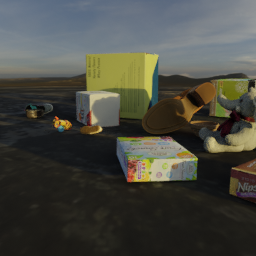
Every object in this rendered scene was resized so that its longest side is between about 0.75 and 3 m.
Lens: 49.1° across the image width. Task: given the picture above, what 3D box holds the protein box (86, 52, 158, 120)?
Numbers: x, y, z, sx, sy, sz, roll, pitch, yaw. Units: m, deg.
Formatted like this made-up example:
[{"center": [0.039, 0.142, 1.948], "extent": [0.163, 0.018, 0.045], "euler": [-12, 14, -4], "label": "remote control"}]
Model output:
[{"center": [-0.228, -1.976, 12.935], "extent": [2.830, 2.809, 1.909], "euler": [5, 12, 22], "label": "protein box"}]

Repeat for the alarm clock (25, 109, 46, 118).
[{"center": [-4.261, -0.664, 12.610], "extent": [1.126, 0.375, 0.759], "euler": [12, 17, 41], "label": "alarm clock"}]

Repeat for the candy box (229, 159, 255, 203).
[{"center": [2.591, 0.814, 4.631], "extent": [1.739, 0.491, 1.015], "euler": [-7, 12, -39], "label": "candy box"}]

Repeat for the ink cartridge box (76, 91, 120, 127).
[{"center": [-1.208, -0.783, 10.937], "extent": [1.220, 1.226, 1.687], "euler": [-5, 12, -26], "label": "ink cartridge box"}]

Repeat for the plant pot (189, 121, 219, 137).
[{"center": [2.378, 0.047, 8.799], "extent": [0.906, 0.418, 0.906], "euler": [-1, 11, 0], "label": "plant pot"}]

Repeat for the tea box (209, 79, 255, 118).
[{"center": [5.332, -1.401, 12.880], "extent": [2.493, 1.693, 2.534], "euler": [6, 13, 33], "label": "tea box"}]

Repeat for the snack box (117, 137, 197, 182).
[{"center": [0.495, 0.580, 5.835], "extent": [1.295, 0.482, 1.821], "euler": [-1, 11, -8], "label": "snack box"}]

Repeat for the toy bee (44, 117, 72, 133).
[{"center": [-2.287, -0.127, 9.362], "extent": [0.619, 0.514, 0.946], "euler": [23, 27, 20], "label": "toy bee"}]

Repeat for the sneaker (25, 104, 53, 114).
[{"center": [-4.317, -0.905, 13.310], "extent": [1.322, 0.553, 0.798], "euler": [-7, 6, 4], "label": "sneaker"}]

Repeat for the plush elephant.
[{"center": [2.887, -0.248, 7.236], "extent": [2.037, 1.577, 1.678], "euler": [3, 11, 16], "label": "plush elephant"}]

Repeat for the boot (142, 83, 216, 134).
[{"center": [1.569, -0.496, 10.064], "extent": [2.917, 1.075, 2.257], "euler": [-27, -2, -15], "label": "boot"}]

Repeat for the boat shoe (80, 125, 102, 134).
[{"center": [-1.198, 0.079, 9.127], "extent": [0.768, 0.283, 0.266], "euler": [-4, -15, 25], "label": "boat shoe"}]
